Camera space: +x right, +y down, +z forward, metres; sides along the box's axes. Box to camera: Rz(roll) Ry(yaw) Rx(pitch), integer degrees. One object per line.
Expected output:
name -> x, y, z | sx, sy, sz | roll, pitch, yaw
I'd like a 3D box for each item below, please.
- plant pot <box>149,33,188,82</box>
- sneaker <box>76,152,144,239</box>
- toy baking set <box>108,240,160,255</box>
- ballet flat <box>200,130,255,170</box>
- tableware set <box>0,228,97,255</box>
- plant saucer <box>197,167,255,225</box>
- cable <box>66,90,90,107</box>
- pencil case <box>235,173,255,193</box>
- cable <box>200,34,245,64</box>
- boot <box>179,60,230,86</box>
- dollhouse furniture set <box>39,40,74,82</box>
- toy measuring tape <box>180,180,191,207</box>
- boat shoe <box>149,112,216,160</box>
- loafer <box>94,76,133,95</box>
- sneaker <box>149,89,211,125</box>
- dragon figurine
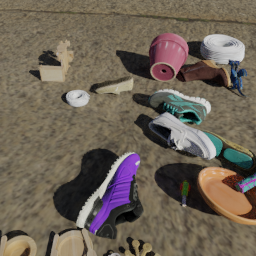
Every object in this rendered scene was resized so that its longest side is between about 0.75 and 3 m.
plant pot -> 1.807, -3.210, 13.310 | 1.898, 1.898, 1.699 | 10, 57, 12
sneaker -> -0.106, 1.906, 7.806 | 1.376, 0.962, 2.766 | 25, 48, 16
toy baking set -> 0.132, 3.337, 6.596 | 1.577, 0.183, 1.210 | -20, 41, -22
ballet flat -> 3.267, 0.698, 9.420 | 2.186, 0.773, 0.773 | 30, 48, 32
tableware set -> -2.019, 3.391, 6.399 | 2.664, 0.309, 2.225 | -4, 40, -5
plant saucer -> 2.869, 1.881, 7.765 | 2.084, 0.390, 2.084 | 13, 28, -7
cable -> -2.161, -1.285, 12.011 | 0.952, 0.330, 0.953 | -19, 43, -19
pencil case -> 3.523, 1.577, 8.113 | 0.808, 0.373, 0.344 | -25, 67, -10
cable -> 5.148, -4.302, 15.245 | 2.351, 0.814, 2.350 | 14, 42, 17
boot -> 3.595, -2.412, 13.248 | 1.802, 0.784, 2.167 | -18, 43, -3
dollhouse furniture set -> -3.524, -3.485, 13.918 | 1.105, 1.293, 2.495 | 3, 40, 1
toy measuring tape -> 1.678, 1.871, 8.231 | 0.328, 0.328, 0.892 | 7, 40, 8
boat shoe -> 1.761, 0.384, 9.643 | 0.879, 0.989, 2.689 | -28, 37, -23
loafer -> -0.600, -1.765, 12.392 | 1.811, 0.618, 0.685 | -11, 32, 12
sneaker -> 1.942, -0.787, 10.992 | 2.469, 0.958, 1.126 | 12, 45, 16
dragon figurine -> 4.946, -2.303, 12.653 | 0.630, 1.065, 2.142 | -1, 40, -1
